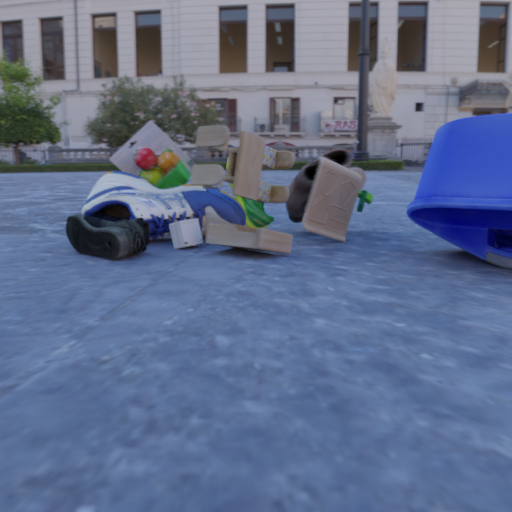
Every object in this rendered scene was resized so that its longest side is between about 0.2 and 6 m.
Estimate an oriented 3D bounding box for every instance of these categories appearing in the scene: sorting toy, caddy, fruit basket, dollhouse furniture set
[{"bbox_3d":[1.692,-1.043,11.302,1.961,1.449,0.289,13,0,-44],"label":"sorting toy"},{"bbox_3d":[4.343,-0.771,8.785,2.794,2.075,3.952,21,-7,-38],"label":"caddy"},{"bbox_3d":[-2.154,-1.984,11.991,1.352,1.460,0.684,-36,21,24],"label":"fruit basket"},{"bbox_3d":[-0.044,-1.149,10.017,1.343,2.063,1.895,7,-1,41],"label":"dollhouse furniture set"}]

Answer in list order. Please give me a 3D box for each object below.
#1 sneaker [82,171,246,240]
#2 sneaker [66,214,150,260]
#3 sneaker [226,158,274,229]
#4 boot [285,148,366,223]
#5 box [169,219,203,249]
[{"bbox_3d":[-1.901,-0.725,11.468,3.318,1.249,1.462,9,40,8],"label":"sneaker"},{"bbox_3d":[-2.645,-0.379,10.190,1.834,0.701,1.050,12,14,37],"label":"sneaker"},{"bbox_3d":[-0.110,-1.499,12.672,0.809,1.936,0.717,-21,-3,11],"label":"sneaker"},{"bbox_3d":[1.713,-1.703,12.409,2.637,0.926,1.928,-35,-16,-23],"label":"boot"},{"bbox_3d":[-1.333,-0.419,10.669,0.328,0.502,0.499,-11,1,40],"label":"box"}]
